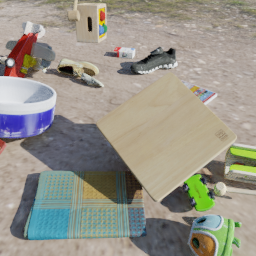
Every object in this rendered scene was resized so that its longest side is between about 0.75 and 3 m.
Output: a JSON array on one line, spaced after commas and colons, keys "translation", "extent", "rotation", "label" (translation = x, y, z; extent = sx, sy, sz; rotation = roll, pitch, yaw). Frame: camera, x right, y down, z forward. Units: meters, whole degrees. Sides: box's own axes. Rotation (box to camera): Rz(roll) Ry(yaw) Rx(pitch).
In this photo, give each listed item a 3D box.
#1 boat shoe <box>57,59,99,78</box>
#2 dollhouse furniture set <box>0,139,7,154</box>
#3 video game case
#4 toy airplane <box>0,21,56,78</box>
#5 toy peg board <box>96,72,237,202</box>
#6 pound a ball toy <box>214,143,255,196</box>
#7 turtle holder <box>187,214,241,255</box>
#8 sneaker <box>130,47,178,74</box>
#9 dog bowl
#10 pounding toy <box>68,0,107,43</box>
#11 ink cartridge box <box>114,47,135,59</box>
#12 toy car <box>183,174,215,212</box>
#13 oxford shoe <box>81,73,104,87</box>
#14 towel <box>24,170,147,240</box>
[{"translation": [-2.402, -2.729, 13.299], "extent": [2.056, 0.761, 0.683], "rotation": [12, 52, 17], "label": "boat shoe"}, {"translation": [-5.292, 0.204, 8.676], "extent": [2.862, 1.540, 1.164], "rotation": [20, 68, 36], "label": "dollhouse furniture set"}, {"translation": [2.719, -1.498, 12.075], "extent": [1.811, 0.158, 1.295], "rotation": [29, 46, 33], "label": "video game case"}, {"translation": [-4.689, -3.600, 13.330], "extent": [2.766, 1.960, 2.778], "rotation": [-25, 57, 13], "label": "toy airplane"}, {"translation": [1.018, 0.313, 8.043], "extent": [2.731, 1.336, 2.720], "rotation": [-35, 67, -10], "label": "toy peg board"}, {"translation": [3.601, 1.387, 7.920], "extent": [2.292, 0.974, 1.495], "rotation": [8, 64, 10], "label": "pound a ball toy"}, {"translation": [1.936, 2.383, 6.317], "extent": [1.004, 1.075, 1.414], "rotation": [14, 41, 18], "label": "turtle holder"}, {"translation": [1.286, -3.385, 13.696], "extent": [2.560, 1.158, 0.851], "rotation": [-14, 39, -17], "label": "sneaker"}, {"translation": [-4.045, -0.812, 9.699], "extent": [2.951, 1.162, 2.951], "rotation": [10, 23, -4], "label": "dog bowl"}, {"translation": [-1.422, -4.193, 10.456], "extent": [0.991, 1.904, 2.167], "rotation": [6, 27, 8], "label": "pounding toy"}, {"translation": [-0.204, -4.102, 15.271], "extent": [1.079, 0.363, 0.627], "rotation": [8, 39, 11], "label": "ink cartridge box"}, {"translation": [1.704, 1.348, 7.919], "extent": [2.495, 0.556, 2.348], "rotation": [-20, 49, 1], "label": "toy car"}, {"translation": [-1.635, -2.097, 12.717], "extent": [1.281, 0.482, 0.370], "rotation": [28, 87, 21], "label": "oxford shoe"}, {"translation": [-1.045, 1.982, 7.489], "extent": [2.949, 0.320, 2.162], "rotation": [0, 38, -2], "label": "towel"}]
